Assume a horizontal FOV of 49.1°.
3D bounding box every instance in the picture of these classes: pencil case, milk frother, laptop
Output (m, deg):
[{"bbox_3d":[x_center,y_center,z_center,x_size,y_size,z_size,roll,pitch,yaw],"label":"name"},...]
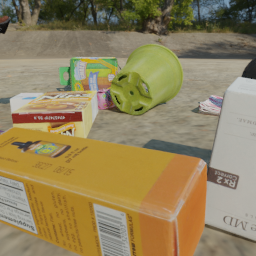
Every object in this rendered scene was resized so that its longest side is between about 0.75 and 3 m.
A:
[{"bbox_3d":[-0.543,-1.139,10.076,0.726,0.726,1.661,8,18,26],"label":"pencil case"},{"bbox_3d":[4.936,-1.496,7.603,2.493,2.650,2.392,3,25,-11],"label":"milk frother"},{"bbox_3d":[0.644,-2.194,12.641,2.151,1.246,2.014,-1,17,-5],"label":"laptop"}]

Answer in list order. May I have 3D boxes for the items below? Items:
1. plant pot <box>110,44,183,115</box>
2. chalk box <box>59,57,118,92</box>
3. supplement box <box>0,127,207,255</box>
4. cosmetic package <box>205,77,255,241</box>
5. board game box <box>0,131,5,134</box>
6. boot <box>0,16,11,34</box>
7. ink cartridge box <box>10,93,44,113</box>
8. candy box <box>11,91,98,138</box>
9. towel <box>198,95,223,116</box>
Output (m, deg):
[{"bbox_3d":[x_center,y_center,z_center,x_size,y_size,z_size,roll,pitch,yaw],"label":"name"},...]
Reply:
[{"bbox_3d":[0.481,-1.467,9.237,2.202,2.202,2.024,8,29,25],"label":"plant pot"},{"bbox_3d":[-1.777,-2.327,12.482,2.580,1.605,1.597,-3,16,-5],"label":"chalk box"},{"bbox_3d":[-0.630,0.706,3.228,2.844,0.978,0.946,10,28,28],"label":"supplement box"},{"bbox_3d":[1.735,0.341,3.354,1.329,1.612,1.330,14,21,23],"label":"cosmetic package"},{"bbox_3d":[-3.337,0.553,5.027,1.625,0.437,2.707,12,20,22],"label":"board game box"},{"bbox_3d":[-3.786,-2.818,7.056,1.366,0.468,1.286,28,42,-18],"label":"boot"},{"bbox_3d":[-2.938,-0.620,8.301,0.712,0.709,0.970,-1,17,-2],"label":"ink cartridge box"},{"bbox_3d":[-1.746,-0.410,7.468,1.605,0.769,2.781,-1,17,0],"label":"candy box"},{"bbox_3d":[3.585,-0.816,9.543,1.876,0.384,2.564,9,19,25],"label":"towel"}]
